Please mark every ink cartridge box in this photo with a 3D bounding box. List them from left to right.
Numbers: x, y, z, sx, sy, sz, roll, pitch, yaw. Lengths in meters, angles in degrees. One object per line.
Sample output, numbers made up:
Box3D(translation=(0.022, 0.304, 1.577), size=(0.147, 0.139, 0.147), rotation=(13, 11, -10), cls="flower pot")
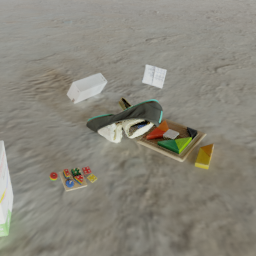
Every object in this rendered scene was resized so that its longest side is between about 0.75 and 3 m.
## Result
Box3D(translation=(-2.561, 0.975, 5.091), size=(0.624, 1.854, 1.086), rotation=(-4, 32, -14), cls="ink cartridge box")

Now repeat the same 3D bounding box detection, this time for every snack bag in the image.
Box3D(translation=(0.922, -1.845, 9.972), size=(0.796, 0.750, 0.085), rotation=(20, 37, 12), cls="snack bag")

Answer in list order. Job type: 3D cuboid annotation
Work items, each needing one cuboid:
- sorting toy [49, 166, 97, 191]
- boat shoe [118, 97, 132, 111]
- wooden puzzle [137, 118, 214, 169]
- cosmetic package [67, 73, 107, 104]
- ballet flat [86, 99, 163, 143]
Box3D(translation=(-1.181, 1.100, 6.253), size=(1.040, 0.176, 0.501), rotation=(-8, 51, -34), cls="sorting toy")
Box3D(translation=(0.055, -0.534, 8.306), size=(0.927, 0.353, 0.332), rotation=(45, 61, 11), cls="boat shoe")
Box3D(translation=(1.239, 0.240, 7.722), size=(2.453, 0.287, 1.655), rotation=(18, 38, 27), cls="wooden puzzle")
Box3D(translation=(-1.425, -1.416, 9.845), size=(0.499, 0.685, 1.348), rotation=(50, 43, 10), cls="cosmetic package")
Box3D(translation=(-0.180, -0.085, 7.497), size=(2.376, 0.813, 0.808), rotation=(-17, -22, 31), cls="ballet flat")
